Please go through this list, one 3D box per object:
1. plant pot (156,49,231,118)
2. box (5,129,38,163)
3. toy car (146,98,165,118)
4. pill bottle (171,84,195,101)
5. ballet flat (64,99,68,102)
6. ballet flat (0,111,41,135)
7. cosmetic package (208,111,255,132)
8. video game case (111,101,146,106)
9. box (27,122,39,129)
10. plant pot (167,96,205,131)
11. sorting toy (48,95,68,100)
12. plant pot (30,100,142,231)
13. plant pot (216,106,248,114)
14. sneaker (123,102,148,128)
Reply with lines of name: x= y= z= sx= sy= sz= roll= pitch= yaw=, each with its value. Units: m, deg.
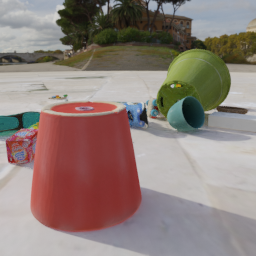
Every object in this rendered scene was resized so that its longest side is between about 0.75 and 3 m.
plant pot: x=2.510 y=-1.494 z=11.612 sx=2.924 sy=2.924 sz=2.776 roll=8 pitch=29 yaw=27
box: x=-2.738 y=0.446 z=7.458 sx=0.578 sy=0.604 sz=1.211 roll=-1 pitch=15 yaw=-2
toy car: x=1.337 y=-0.821 z=12.137 sx=0.961 sy=0.850 sz=0.886 roll=8 pitch=1 yaw=-19
pill bottle: x=3.622 y=-1.860 z=14.807 sx=2.460 sy=1.366 sz=1.366 roll=8 pitch=16 yaw=28
ballet flat: x=-3.437 y=-1.450 z=15.463 sx=0.261 sy=0.262 sz=0.767 roll=-1 pitch=15 yaw=-8
ballet flat: x=-3.676 y=-0.176 z=9.683 sx=2.275 sy=0.766 sz=0.801 roll=-3 pitch=1 yaw=-19
cosmetic package: x=3.986 y=-0.236 z=10.355 sx=1.845 sy=0.467 sz=0.761 roll=9 pitch=17 yaw=31
video game case: x=-0.751 y=-0.955 z=13.487 sx=2.751 sy=0.303 sz=2.507 roll=3 pitch=15 yaw=16
box: x=-2.591 y=-0.052 z=8.754 sx=0.851 sy=0.351 sz=1.450 roll=-23 pitch=6 yaw=-35
plant pot: x=1.958 y=-0.428 z=9.877 sx=1.166 sy=1.166 sz=0.936 roll=-12 pitch=-5 yaw=-39
sorting toy: x=-4.321 y=-1.976 z=17.660 sx=0.894 sy=0.178 sz=1.209 roll=5 pitch=16 yaw=20
plant pot: x=-0.744 y=0.485 z=4.991 sx=2.020 sy=1.787 sz=2.020 roll=0 pitch=14 yaw=0
plant pot: x=4.182 y=-0.552 z=11.331 sx=1.206 sy=0.556 sz=1.206 roll=2 pitch=11 yaw=0
sneaker: x=-0.038 y=-0.436 z=10.547 sx=1.112 sy=0.980 sz=2.495 roll=-13 pitch=10 yaw=-20
